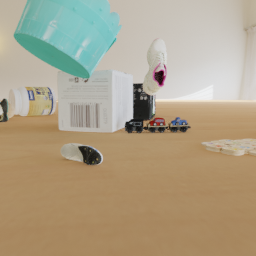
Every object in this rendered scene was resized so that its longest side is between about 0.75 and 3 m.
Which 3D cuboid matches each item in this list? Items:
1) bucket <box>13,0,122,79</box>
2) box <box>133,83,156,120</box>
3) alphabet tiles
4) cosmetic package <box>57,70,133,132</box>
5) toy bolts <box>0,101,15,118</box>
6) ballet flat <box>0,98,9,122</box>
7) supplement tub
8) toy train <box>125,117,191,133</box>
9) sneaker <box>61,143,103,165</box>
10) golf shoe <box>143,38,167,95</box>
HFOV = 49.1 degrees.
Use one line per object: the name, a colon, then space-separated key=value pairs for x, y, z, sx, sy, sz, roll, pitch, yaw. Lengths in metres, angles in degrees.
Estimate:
bucket: x=-1.584 y=-2.498 z=7.255 sx=2.491 sy=1.621 sz=2.491 roll=25 pitch=-7 yaw=3
box: x=0.262 y=-1.281 z=13.056 sx=1.925 sy=1.611 sz=2.591 roll=1 pitch=7 yaw=11
alphabet tiles: x=2.478 y=0.383 z=6.040 sx=1.611 sy=0.118 sz=1.576 roll=-4 pitch=9 yaw=-34
cosmetic package: x=-0.974 y=-0.913 z=9.295 sx=1.841 sy=1.843 sz=2.233 roll=2 pitch=8 yaw=15
toy bolts: x=-5.873 y=-1.281 z=11.931 sx=1.742 sy=2.400 sz=2.512 roll=3 pitch=22 yaw=-39
ballet flat: x=-3.924 y=-0.497 z=8.731 sx=0.351 sy=1.027 sz=0.349 roll=-23 pitch=63 yaw=-34
supplement tub: x=-4.823 y=-1.349 z=14.149 sx=2.028 sy=1.464 sz=1.464 roll=-6 pitch=9 yaw=-37
toy train: x=0.899 y=-0.098 z=8.409 sx=2.019 sy=0.462 sz=0.344 roll=-1 pitch=8 yaw=-7
sneaker: x=-0.773 y=0.439 z=4.869 sx=0.909 sy=0.327 sz=0.329 roll=9 pitch=4 yaw=34
golf shoe: x=0.655 y=-1.310 z=5.842 sx=0.465 sy=1.235 sz=0.565 roll=9 pitch=-7 yaw=-20
